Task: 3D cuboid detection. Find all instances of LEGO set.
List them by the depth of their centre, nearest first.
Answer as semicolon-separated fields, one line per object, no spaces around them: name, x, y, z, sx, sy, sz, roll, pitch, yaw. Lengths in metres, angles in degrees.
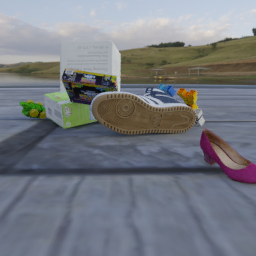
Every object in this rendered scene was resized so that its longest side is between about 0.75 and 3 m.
LEGO set;1.664;-0.710;9.123;2.512;0.958;1.031;22;-20;48

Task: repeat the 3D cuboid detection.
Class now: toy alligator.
toy alligator;-2.929;-0.508;9.397;1.822;0.494;0.540;14;38;-57

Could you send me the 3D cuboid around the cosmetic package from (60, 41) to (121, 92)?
cosmetic package;-1.458;-2.055;11.463;2.074;2.478;2.061;1;1;7

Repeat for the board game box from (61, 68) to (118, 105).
board game box;-0.913;-0.967;7.112;1.308;0.371;1.081;9;-26;7

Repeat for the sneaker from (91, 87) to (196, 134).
sneaker;0.246;-0.547;7.287;2.771;0.971;1.503;6;22;-24

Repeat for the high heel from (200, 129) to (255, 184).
high heel;1.491;0.398;4.086;0.391;0.557;1.160;-26;25;-27

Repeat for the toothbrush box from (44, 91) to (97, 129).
toothbrush box;-1.465;-0.682;8.572;1.765;0.760;1.285;-17;29;-34
